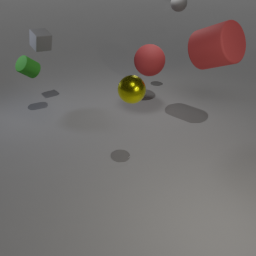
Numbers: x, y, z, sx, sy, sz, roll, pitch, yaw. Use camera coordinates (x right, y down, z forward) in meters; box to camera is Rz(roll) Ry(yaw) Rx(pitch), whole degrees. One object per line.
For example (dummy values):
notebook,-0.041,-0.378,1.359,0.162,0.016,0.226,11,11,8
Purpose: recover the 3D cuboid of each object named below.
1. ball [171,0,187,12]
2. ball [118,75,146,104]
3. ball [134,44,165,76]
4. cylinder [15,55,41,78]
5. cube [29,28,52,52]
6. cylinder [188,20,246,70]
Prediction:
ball,2.149,-5.282,11.824,0.700,0.700,0.700,0,29,0
ball,0.093,-0.949,6.905,0.700,0.700,0.700,0,29,0
ball,0.969,-3.036,12.581,1.400,1.400,1.400,0,29,0
cylinder,-3.999,-2.442,11.213,0.700,0.700,0.700,22,-1,34
cube,-3.665,-3.695,11.757,0.700,0.700,0.700,-19,51,-34
cylinder,3.022,-2.795,9.573,1.400,1.400,1.400,-23,14,-34
